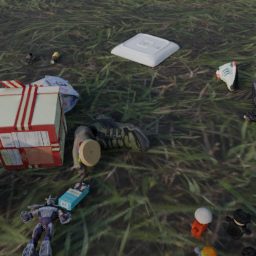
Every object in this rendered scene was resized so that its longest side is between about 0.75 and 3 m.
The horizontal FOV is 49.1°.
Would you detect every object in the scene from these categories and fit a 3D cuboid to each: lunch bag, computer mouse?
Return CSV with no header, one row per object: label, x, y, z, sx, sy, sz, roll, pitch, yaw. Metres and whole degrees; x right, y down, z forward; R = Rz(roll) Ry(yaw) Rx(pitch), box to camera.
lunch bag,-3.162,-1.347,11.575,1.874,1.192,1.589,-26,49,-20
computer mouse,5.828,-1.087,11.823,1.906,0.725,2.752,9,53,7

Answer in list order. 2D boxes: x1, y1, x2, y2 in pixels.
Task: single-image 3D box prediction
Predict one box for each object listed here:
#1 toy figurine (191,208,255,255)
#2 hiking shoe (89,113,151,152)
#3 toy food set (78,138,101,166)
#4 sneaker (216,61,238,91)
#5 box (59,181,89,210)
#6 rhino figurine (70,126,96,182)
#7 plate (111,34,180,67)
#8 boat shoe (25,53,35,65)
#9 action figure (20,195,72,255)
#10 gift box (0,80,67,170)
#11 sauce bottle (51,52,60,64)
toy figurine,2.379,2.799,6.982,1.524,1.060,1.500,4,41,4
hiking shoe,-0.445,0.442,9.918,2.634,0.997,1.326,21,53,35
toy food set,-1.223,0.765,8.888,0.216,0.880,0.889,-9,67,42
sneaker,4.723,-2.421,13.415,0.954,0.718,2.041,-7,41,28
box,-1.582,1.990,8.295,0.421,0.252,1.023,16,25,17
rhino figurine,-1.490,0.822,9.227,0.605,0.885,2.023,-13,55,22
plate,1.030,-4.619,15.966,2.959,0.478,2.952,26,47,27
boat shoe,-5.321,-3.729,15.022,0.366,0.360,0.981,1,41,1
action figure,-2.209,2.639,7.454,1.374,0.732,2.111,-6,38,2
gift box,-3.419,-0.188,9.502,2.478,2.287,2.314,1,42,-8
sauce bottle,-3.955,-3.793,15.145,0.303,0.303,0.919,4,40,4
